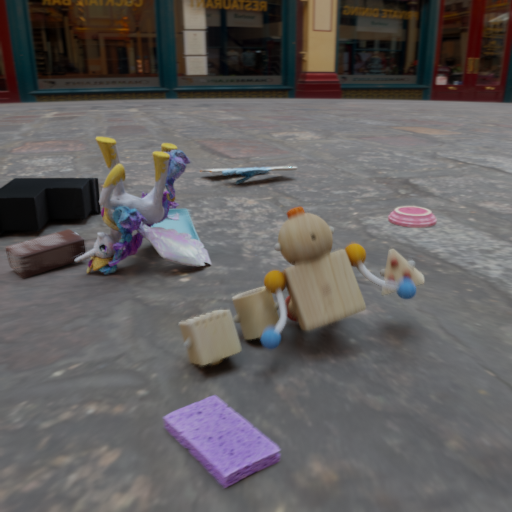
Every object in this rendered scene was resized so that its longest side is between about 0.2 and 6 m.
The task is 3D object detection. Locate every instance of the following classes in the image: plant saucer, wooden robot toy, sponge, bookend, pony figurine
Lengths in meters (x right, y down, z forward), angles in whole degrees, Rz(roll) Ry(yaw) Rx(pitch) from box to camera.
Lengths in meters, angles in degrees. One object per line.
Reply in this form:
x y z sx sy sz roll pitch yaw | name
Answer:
3.551 -0.906 12.739 1.061 0.269 1.061 -1 20 0 | plant saucer
-1.785 -0.571 11.869 0.893 0.242 2.554 -3 21 -12 | plant saucer
0.533 0.174 7.265 3.339 1.515 1.471 -18 1 -8 | wooden robot toy
-0.356 1.777 5.474 0.626 0.167 1.122 -14 24 -35 | sponge
-4.571 -1.074 12.285 1.937 0.892 1.925 -1 21 -6 | bookend
-1.933 -0.770 9.814 2.270 2.351 1.958 -3 29 -38 | pony figurine

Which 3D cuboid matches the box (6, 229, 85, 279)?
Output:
-3.713 -0.057 9.936 1.194 0.447 0.598 -22 34 -35 | box

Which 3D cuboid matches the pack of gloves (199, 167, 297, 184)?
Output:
-0.254 -2.449 17.078 2.333 0.460 1.960 -8 11 -31 | pack of gloves
